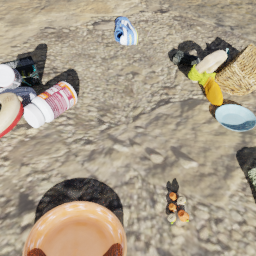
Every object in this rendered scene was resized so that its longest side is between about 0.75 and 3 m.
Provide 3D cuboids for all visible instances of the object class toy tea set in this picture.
[{"bbox_3d":[1.369,2.161,7.571,0.550,0.342,0.925,-17,41,26],"label":"toy tea set"}]

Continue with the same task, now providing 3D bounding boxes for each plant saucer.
[{"bbox_3d":[3.833,-0.299,10.051,1.422,0.274,1.422,0,43,0],"label":"plant saucer"},{"bbox_3d":[-1.217,2.862,6.632,2.385,0.446,2.385,1,43,-1],"label":"plant saucer"}]

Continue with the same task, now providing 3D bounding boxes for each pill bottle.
[{"bbox_3d":[-3.889,-1.636,9.091,0.694,0.694,1.198,-7,4,-7],"label":"pill bottle"},{"bbox_3d":[-2.795,-0.843,10.081,1.003,1.003,1.831,28,51,26],"label":"pill bottle"}]

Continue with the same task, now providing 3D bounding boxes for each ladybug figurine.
[{"bbox_3d":[-4.324,-0.269,9.238,2.248,0.809,1.526,-34,52,5],"label":"ladybug figurine"}]

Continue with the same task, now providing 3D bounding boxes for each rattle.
[{"bbox_3d":[3.869,-2.186,11.525,1.926,1.755,2.696,43,33,24],"label":"rattle"}]

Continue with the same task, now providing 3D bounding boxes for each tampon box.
[{"bbox_3d":[-4.421,-2.234,11.536,1.282,0.960,0.809,-19,47,-19],"label":"tampon box"}]

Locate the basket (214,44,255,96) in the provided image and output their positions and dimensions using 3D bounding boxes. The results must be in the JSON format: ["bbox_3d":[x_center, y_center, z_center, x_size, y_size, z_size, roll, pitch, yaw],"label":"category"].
[{"bbox_3d":[4.708,-2.169,11.690,1.531,1.598,2.145,47,54,-1],"label":"basket"}]

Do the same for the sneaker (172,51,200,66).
[{"bbox_3d":[2.548,-3.057,12.725,1.394,0.533,0.798,33,54,33],"label":"sneaker"}]

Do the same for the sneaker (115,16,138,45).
[{"bbox_3d":[-0.306,-5.061,14.536,0.984,0.884,2.392,-16,46,-13],"label":"sneaker"}]

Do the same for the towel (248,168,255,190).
[{"bbox_3d":[5.043,1.845,7.649,2.982,0.544,2.213,-2,43,-2],"label":"towel"}]

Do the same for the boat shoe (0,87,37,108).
[{"bbox_3d":[-4.803,-0.931,10.294,2.869,1.056,0.938,-8,40,-23],"label":"boat shoe"}]
